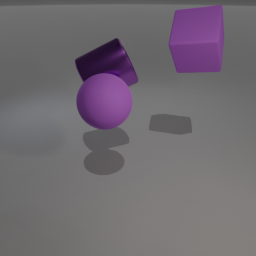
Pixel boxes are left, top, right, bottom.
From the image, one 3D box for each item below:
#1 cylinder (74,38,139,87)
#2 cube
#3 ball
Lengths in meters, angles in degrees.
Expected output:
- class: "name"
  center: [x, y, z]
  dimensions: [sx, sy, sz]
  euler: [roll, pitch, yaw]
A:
- class: "cylinder"
  center: [-0.609, -1.660, 8.132]
  dimensions: [1.400, 1.400, 1.400]
  euler: [-26, 29, 3]
- class: "cube"
  center: [2.163, -2.683, 8.641]
  dimensions: [1.400, 1.400, 1.400]
  euler: [3, 65, 23]
- class: "ball"
  center: [-0.587, -0.659, 7.033]
  dimensions: [1.400, 1.400, 1.400]
  euler: [0, 27, 0]
